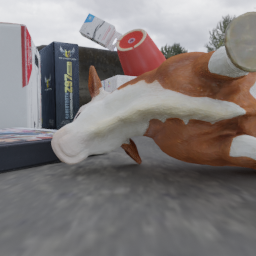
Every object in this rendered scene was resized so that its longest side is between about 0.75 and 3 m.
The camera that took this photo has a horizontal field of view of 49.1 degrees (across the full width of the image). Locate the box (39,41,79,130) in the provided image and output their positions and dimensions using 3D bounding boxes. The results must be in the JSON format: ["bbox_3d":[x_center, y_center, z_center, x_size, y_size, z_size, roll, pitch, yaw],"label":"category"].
[{"bbox_3d":[-2.149,-1.084,7.889,0.693,2.143,2.718,-2,5,-32],"label":"box"}]

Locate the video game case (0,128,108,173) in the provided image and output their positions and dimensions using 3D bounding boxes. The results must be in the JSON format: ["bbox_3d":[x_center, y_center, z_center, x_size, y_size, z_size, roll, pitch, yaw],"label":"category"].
[{"bbox_3d":[-1.477,0.188,3.020,1.734,0.245,1.919,3,5,38],"label":"video game case"}]

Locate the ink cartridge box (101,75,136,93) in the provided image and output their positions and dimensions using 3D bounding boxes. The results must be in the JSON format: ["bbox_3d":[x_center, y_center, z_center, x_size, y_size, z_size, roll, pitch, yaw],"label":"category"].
[{"bbox_3d":[-0.253,-0.474,6.193,0.660,1.139,1.955,0,3,-19],"label":"ink cartridge box"}]

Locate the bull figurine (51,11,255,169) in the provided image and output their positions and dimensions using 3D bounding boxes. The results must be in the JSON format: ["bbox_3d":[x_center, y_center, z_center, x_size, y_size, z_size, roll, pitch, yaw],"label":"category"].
[{"bbox_3d":[0.914,-0.091,2.035,2.943,0.959,1.787,-2,6,-10],"label":"bull figurine"}]

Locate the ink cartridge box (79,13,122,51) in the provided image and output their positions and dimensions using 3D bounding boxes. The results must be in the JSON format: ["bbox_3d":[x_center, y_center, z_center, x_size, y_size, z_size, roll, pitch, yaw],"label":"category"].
[{"bbox_3d":[-1.028,-3.652,10.714,1.432,0.830,0.478,29,-1,7],"label":"ink cartridge box"}]

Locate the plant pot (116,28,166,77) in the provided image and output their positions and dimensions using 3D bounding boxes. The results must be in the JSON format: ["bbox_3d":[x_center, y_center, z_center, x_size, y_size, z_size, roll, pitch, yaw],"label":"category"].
[{"bbox_3d":[0.419,-2.799,10.799,1.769,1.769,1.565,2,-34,31],"label":"plant pot"}]

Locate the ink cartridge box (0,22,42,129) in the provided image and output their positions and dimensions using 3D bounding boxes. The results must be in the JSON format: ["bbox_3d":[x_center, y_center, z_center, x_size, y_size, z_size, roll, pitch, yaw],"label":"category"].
[{"bbox_3d":[-2.312,-0.770,5.431,1.057,1.821,2.524,-1,4,-13],"label":"ink cartridge box"}]
